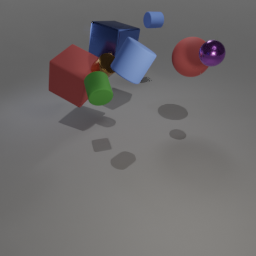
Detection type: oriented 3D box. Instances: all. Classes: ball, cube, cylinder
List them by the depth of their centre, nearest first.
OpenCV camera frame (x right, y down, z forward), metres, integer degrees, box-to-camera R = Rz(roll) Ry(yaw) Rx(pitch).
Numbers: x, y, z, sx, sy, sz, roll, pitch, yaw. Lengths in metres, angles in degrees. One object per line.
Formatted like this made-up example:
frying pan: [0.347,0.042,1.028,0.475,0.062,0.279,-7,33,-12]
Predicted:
cylinder: [0.108,-1.379,5.750,0.700,0.700,0.700,30,20,-12]
ball: [2.275,-2.021,7.584,0.700,0.700,0.700,0,32,0]
cylinder: [-0.829,-1.104,7.856,0.700,0.700,0.700,-9,57,-14]
cylinder: [-0.779,-2.028,9.312,0.700,0.700,0.700,-23,1,-32]
ball: [2.276,-2.539,10.056,1.400,1.400,1.400,0,32,0]
cube: [-1.887,-1.900,10.186,1.400,1.400,1.400,29,49,7]
cube: [-0.562,-3.393,11.166,1.400,1.400,1.400,27,33,28]
cylinder: [1.167,-4.917,12.759,0.700,0.700,0.700,-11,33,-27]
